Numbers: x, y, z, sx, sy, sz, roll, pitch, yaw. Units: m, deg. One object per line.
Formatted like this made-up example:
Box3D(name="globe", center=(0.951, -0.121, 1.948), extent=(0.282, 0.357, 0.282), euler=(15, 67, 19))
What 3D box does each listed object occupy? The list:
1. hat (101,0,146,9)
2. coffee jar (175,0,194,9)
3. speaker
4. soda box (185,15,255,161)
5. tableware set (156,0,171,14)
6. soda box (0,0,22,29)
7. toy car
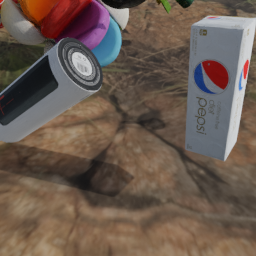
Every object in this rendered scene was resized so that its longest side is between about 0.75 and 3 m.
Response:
Box3D(name="hat", center=(-0.033, -2.424, 4.685), extent=(1.144, 1.144, 0.461), euler=(-3, 48, -3))
Box3D(name="coffee jar", center=(1.859, -4.837, 10.110), extent=(0.454, 1.065, 0.555), euler=(-64, 25, -6))
Box3D(name="speaker", center=(-1.187, -0.421, 3.744), extent=(1.770, 0.719, 0.719), euler=(-26, 31, 33))
Box3D(name="soda box", center=(1.507, -0.624, 4.743), extent=(0.790, 2.319, 0.738), euler=(17, 39, 30))
Box3D(name="tableware set", center=(0.739, -5.086, 9.629), extent=(0.381, 2.484, 1.673), euler=(-31, 59, 15))
Box3D(name="soda box", center=(-3.864, -3.083, 7.240), extent=(2.946, 0.934, 1.031), euler=(-25, 91, -8))
Box3D(name="toy car", center=(-1.188, -2.376, 6.171), extent=(2.390, 2.731, 2.048), euler=(-45, 39, 5))
